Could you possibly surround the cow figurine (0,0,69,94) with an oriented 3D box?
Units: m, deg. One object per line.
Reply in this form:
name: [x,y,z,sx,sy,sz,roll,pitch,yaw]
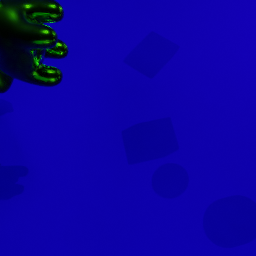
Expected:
cow figurine: [-1.550,-0.997,3.473,1.534,1.559,0.856,8,66,-4]
